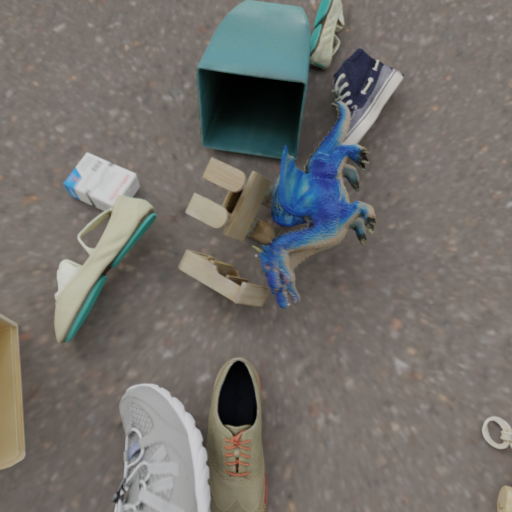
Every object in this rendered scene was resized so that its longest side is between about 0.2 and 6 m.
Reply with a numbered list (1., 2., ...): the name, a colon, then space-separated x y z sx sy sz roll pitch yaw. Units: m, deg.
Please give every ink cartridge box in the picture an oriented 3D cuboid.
1. ink cartridge box: -2.829 -1.305 10.329 1.087 0.458 0.793 25 66 10

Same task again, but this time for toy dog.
1. toy dog: 4.182 3.187 8.279 1.209 0.883 1.833 -2 68 -1

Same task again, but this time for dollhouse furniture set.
1. dollhouse furniture set: -0.184 -0.349 9.195 1.312 1.731 1.975 28 96 27

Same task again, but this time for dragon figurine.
1. dragon figurine: 0.843 -1.096 9.208 1.909 1.130 3.840 -1 74 -2

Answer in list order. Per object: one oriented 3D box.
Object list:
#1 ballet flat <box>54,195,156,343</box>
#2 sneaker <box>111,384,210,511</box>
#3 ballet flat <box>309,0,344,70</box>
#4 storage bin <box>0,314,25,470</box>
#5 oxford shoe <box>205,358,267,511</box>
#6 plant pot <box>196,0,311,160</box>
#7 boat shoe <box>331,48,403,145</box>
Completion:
1. ballet flat: -2.750 0.115 9.399 0.955 0.955 2.749 29 75 11
2. sneaker: -1.396 3.285 7.570 1.412 1.287 3.445 2 46 -34
3. ballet flat: 1.512 -4.741 11.774 0.612 0.663 1.964 25 71 -20
4. storage bin: -4.379 1.906 7.986 1.130 2.412 2.394 -13 68 -4
5. oxford shoe: -0.358 2.907 8.294 1.001 1.062 2.841 -3 68 -1
6. plant pot: 0.090 -3.495 10.567 1.851 1.850 2.619 8 57 3
7. boat shoe: 1.780 -2.898 10.700 1.136 0.915 2.450 35 63 0
